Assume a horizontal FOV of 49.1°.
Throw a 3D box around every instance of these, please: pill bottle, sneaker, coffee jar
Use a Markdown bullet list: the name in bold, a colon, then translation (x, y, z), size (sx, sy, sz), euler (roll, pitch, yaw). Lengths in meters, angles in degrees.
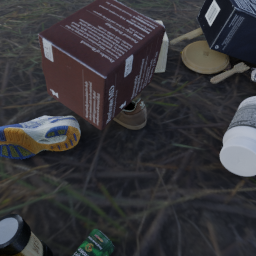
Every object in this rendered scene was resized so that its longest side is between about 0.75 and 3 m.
- **pill bottle**: translation (3.444, 0.196, 7.858), size (1.271, 1.271, 2.232), euler (24, 49, 22)
- **sneaker**: translation (-0.676, -0.919, 9.122), size (2.872, 1.085, 1.012), euler (19, 48, 17)
- **coffee jar**: translation (-0.887, 2.738, 5.841), size (0.615, 0.503, 1.180), euler (31, 53, 28)
- **sneaker**: translation (-2.733, 0.190, 8.280), size (2.643, 0.995, 1.165), euler (-3, 29, -7)

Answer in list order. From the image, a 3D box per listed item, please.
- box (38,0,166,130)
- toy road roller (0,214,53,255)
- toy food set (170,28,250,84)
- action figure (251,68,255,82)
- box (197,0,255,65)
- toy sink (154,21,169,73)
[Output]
- **box**: translation (-0.673, -1.812, 7.680), size (2.099, 2.121, 2.556), euler (34, 58, 15)
- **toy road roller**: translation (-2.435, 2.955, 4.998), size (1.783, 1.501, 2.443), euler (-18, 41, 0)
- **toy food set**: translation (3.220, -2.856, 11.556), size (2.056, 0.598, 2.979), euler (-25, 58, -15)
- **action figure**: translation (5.514, -1.388, 9.798), size (2.732, 1.477, 2.825), euler (32, 80, 37)
- **box**: translation (4.694, -4.167, 11.398), size (2.913, 1.810, 2.936), euler (14, 43, -13)
- **toy sink**: translation (0.111, -3.297, 11.219), size (2.690, 1.507, 1.753), euler (-2, 45, -2)
